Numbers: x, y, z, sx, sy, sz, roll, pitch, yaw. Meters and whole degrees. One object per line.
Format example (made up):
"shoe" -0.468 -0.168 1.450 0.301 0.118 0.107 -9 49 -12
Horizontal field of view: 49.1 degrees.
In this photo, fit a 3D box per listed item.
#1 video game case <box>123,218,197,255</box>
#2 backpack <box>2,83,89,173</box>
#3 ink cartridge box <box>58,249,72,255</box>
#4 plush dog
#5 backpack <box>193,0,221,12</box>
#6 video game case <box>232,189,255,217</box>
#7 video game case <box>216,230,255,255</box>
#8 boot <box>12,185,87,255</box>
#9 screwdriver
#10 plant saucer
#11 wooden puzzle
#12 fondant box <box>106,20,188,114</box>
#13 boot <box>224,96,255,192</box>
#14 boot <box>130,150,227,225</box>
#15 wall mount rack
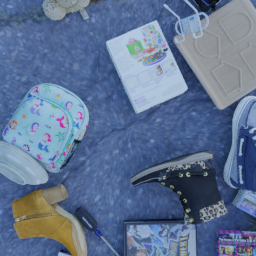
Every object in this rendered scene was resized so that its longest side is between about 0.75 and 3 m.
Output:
"video game case" 1.007 4.161 8.743 2.308 0.326 2.554 -1 87 -3
"backpack" -2.351 -0.108 8.377 2.111 1.790 2.378 30 82 1
"ink cartridge box" -1.571 4.879 8.748 1.715 0.349 1.718 14 87 1
"plush dog" -1.705 -4.475 8.462 1.753 1.877 2.185 10 87 1
"backpack" 2.624 -4.601 8.829 1.475 1.193 1.549 -39 95 6
"video game case" 4.758 2.086 8.811 2.206 0.501 2.000 29 87 1
"video game case" 3.833 4.151 8.537 2.128 0.381 1.928 -3 89 13
"boot" -2.462 3.147 8.655 1.814 0.892 2.534 -23 83 4
"screwdriver" -0.733 3.615 8.832 0.402 0.386 2.766 -37 90 -31
"plant saucer" -3.282 1.164 8.169 1.946 1.946 0.488 29 56 1
"wooden puzzle" 3.293 -2.407 9.006 2.956 0.684 2.738 -32 88 -6
"fondant box" 0.574 -1.908 8.925 1.738 0.702 2.410 -24 88 -1
"boot" 3.846 0.456 8.348 1.065 1.322 2.927 12 87 -23
"boot" 1.502 1.883 8.306 2.587 0.947 1.948 -19 83 6
"wall mount rack" 1.617 -3.127 8.069 0.512 1.373 1.193 -28 108 -25
